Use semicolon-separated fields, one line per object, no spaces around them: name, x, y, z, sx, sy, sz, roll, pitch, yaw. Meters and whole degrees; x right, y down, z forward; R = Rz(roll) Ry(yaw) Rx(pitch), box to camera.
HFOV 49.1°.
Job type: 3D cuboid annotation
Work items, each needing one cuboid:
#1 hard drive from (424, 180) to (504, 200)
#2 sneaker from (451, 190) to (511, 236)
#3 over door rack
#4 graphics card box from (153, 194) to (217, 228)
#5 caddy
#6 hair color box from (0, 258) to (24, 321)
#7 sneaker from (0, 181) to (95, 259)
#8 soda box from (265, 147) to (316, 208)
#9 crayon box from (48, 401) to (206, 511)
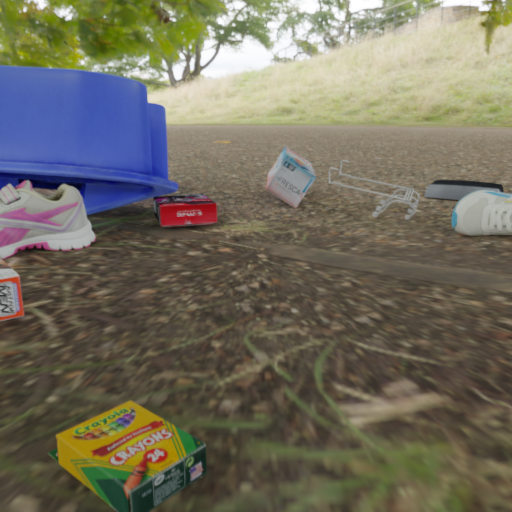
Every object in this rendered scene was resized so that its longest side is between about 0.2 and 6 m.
hard drive;4.848;-1.514;13.010;1.652;0.350;1.114;8;18;26
sneaker;4.286;-0.692;9.451;2.017;0.772;0.815;-5;17;-12
over door rack;2.387;-1.296;11.502;1.858;0.619;1.372;25;22;10
graphics card box;-1.370;-0.875;10.560;1.028;0.417;1.638;-5;12;-13
caddy;-3.805;-1.944;10.727;4.677;2.455;3.306;4;0;4
hair color box;-3.404;0.466;5.876;1.610;0.515;0.893;-10;18;-35
sneaker;-3.724;-0.588;8.482;2.444;1.078;0.994;-11;19;-33
soda box;0.777;-1.846;12.836;0.792;0.852;2.493;31;15;-7
crayon box;-0.859;1.257;3.625;0.950;0.241;0.603;13;21;39
